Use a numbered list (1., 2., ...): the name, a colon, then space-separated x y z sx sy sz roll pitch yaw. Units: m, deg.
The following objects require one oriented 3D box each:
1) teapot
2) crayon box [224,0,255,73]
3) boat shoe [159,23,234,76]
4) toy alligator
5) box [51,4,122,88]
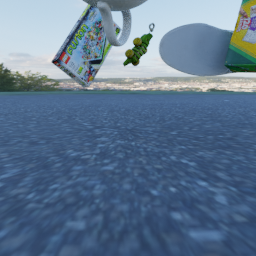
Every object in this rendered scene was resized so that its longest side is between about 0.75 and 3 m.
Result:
1. teapot: -0.084 -2.870 4.772 2.107 2.080 1.539 -37 -10 19
2. crayon box: 2.380 -1.735 4.893 0.445 1.528 0.908 19 -4 -43
3. boat shoe: 1.992 -1.538 5.852 2.845 1.047 0.930 4 7 -6
4. toy alligator: 0.530 -3.046 10.322 0.488 2.033 0.674 29 -6 38
5. box: -1.315 -2.768 9.332 1.390 2.526 0.439 37 -21 -32
